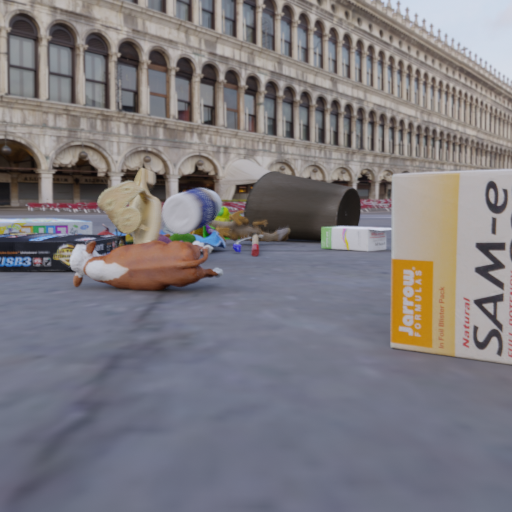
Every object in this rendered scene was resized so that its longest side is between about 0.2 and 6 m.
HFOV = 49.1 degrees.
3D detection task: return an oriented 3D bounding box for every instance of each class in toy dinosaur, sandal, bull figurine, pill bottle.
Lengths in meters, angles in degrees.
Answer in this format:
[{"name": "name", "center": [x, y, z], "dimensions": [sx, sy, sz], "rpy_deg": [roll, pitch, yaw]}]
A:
[{"name": "toy dinosaur", "center": [-0.472, -0.525, 11.029], "dimensions": [2.212, 0.668, 1.175], "rpy_deg": [16, -4, 14]}, {"name": "sandal", "center": [-1.897, -0.717, 8.065], "dimensions": [0.770, 0.858, 2.341], "rpy_deg": [19, 24, -21]}, {"name": "bull figurine", "center": [-1.031, 0.078, 5.273], "dimensions": [1.437, 0.468, 0.872], "rpy_deg": [2, 6, 25]}, {"name": "pill bottle", "center": [-0.812, -0.625, 7.458], "dimensions": [0.514, 0.514, 0.927], "rpy_deg": [2, 15, 20]}]

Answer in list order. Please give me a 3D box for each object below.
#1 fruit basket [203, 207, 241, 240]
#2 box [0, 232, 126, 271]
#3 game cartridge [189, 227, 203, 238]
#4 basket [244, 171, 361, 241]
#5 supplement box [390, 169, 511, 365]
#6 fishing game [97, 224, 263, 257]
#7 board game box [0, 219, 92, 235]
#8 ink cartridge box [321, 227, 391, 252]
[{"name": "fruit basket", "center": [-0.772, -0.725, 12.853], "dimensions": [0.958, 0.691, 0.958], "rpy_deg": [-1, -10, 0]}, {"name": "box", "center": [-2.739, -0.069, 7.312], "dimensions": [1.689, 0.423, 1.702], "rpy_deg": [-1, 5, 2]}, {"name": "game cartridge", "center": [-1.215, -0.702, 13.458], "dimensions": [0.719, 0.634, 0.117], "rpy_deg": [-6, 46, -51]}, {"name": "basket", "center": [1.082, -1.001, 12.021], "dimensions": [2.042, 1.389, 1.841], "rpy_deg": [11, 38, 33]}, {"name": "supplement box", "center": [1.495, 0.048, 2.799], "dimensions": [1.544, 0.973, 0.568], "rpy_deg": [2, 7, 32]}, {"name": "fishing game", "center": [-1.926, -0.365, 9.601], "dimensions": [4.097, 0.637, 2.934], "rpy_deg": [0, 8, 1]}, {"name": "board game box", "center": [-4.792, -0.509, 11.702], "dimensions": [1.889, 0.481, 2.810], "rpy_deg": [-3, 6, -34]}, {"name": "ink cartridge box", "center": [1.818, -0.300, 9.825], "dimensions": [1.188, 0.400, 0.696], "rpy_deg": [4, 7, 41]}]
